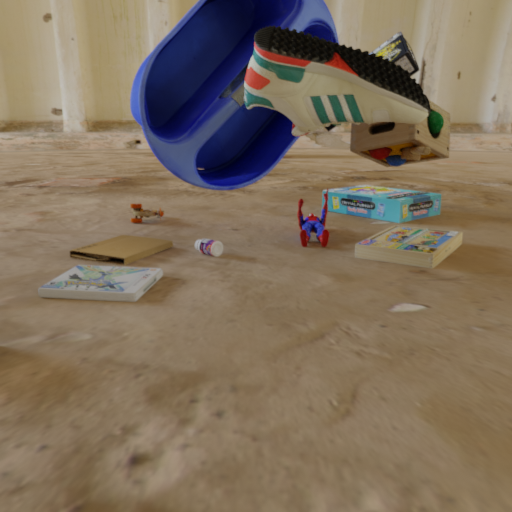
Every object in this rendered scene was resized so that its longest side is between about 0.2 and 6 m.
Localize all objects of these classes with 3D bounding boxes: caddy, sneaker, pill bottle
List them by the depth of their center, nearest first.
[{"bbox_3d":[1.299,-2.680,9.534,3.194,1.493,1.125,14,46,-12],"label":"sneaker"},{"bbox_3d":[-0.394,-3.547,11.452,3.306,4.676,2.454,42,-6,-25],"label":"caddy"},{"bbox_3d":[-1.009,-0.186,11.800,0.591,0.329,0.329,12,18,41],"label":"pill bottle"}]

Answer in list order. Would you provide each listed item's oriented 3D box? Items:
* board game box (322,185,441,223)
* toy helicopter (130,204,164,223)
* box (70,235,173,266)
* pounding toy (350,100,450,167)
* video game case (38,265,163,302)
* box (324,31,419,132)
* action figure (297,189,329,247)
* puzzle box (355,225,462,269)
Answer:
[{"bbox_3d":[3.730,-1.617,16.804,2.116,0.658,2.802,-13,19,-41],"label":"board game box"},{"bbox_3d":[-2.870,-1.198,15.561,0.856,0.511,1.294,2,7,17],"label":"toy helicopter"},{"bbox_3d":[-2.831,-0.149,11.951,1.414,0.184,1.730,7,15,24],"label":"box"},{"bbox_3d":[3.147,-2.472,11.768,1.978,1.406,1.821,-2,-8,44],"label":"pounding toy"},{"bbox_3d":[-2.603,0.445,9.597,1.636,0.180,1.491,2,14,7],"label":"video game case"},{"bbox_3d":[2.595,-4.150,13.312,2.444,0.600,1.970,-31,22,27],"label":"box"},{"bbox_3d":[1.381,-0.982,13.470,0.767,1.163,2.350,1,12,3],"label":"action figure"},{"bbox_3d":[3.344,-0.252,12.095,1.628,0.311,2.447,8,16,31],"label":"puzzle box"}]
